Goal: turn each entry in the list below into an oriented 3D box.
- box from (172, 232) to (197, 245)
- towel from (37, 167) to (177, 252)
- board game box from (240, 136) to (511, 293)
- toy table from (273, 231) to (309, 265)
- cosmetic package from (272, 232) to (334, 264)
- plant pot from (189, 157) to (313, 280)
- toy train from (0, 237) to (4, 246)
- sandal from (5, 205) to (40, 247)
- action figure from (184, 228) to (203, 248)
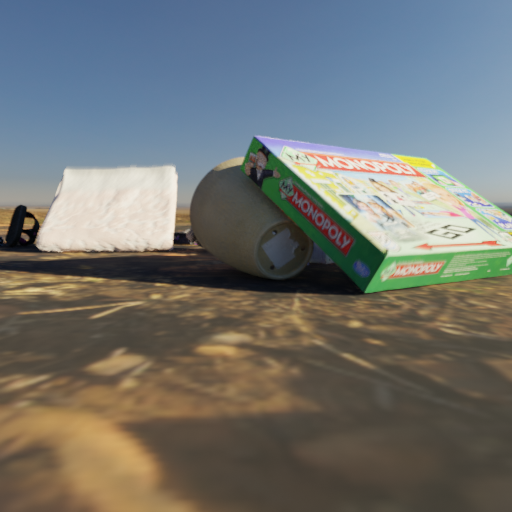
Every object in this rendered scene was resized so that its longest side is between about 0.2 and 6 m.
[{"bbox_3d":[-1.537,-0.515,15.415,1.335,0.337,1.867,4,7,42],"label":"box"},{"bbox_3d":[-3.139,-1.062,12.320,2.737,0.441,2.614,-1,45,-2],"label":"towel"},{"bbox_3d":[1.851,-0.587,7.078,3.541,0.515,2.383,-3,39,-40],"label":"board game box"},{"bbox_3d":[0.435,-0.282,8.460,0.665,1.136,1.044,-1,44,8],"label":"toy table"},{"bbox_3d":[0.989,-0.273,9.555,1.174,0.722,1.171,2,4,38],"label":"cosmetic package"},{"bbox_3d":[0.056,-0.343,7.143,1.505,1.505,1.607,-1,22,-19],"label":"plant pot"},{"bbox_3d":[-6.486,-0.341,13.629,0.646,0.280,0.369,-4,-3,-25],"label":"toy train"},{"bbox_3d":[-5.884,-0.721,14.191,0.667,1.047,2.786,17,-3,-25],"label":"sandal"},{"bbox_3d":[-0.798,-0.445,11.924,1.567,0.544,1.020,4,-6,14],"label":"action figure"}]
